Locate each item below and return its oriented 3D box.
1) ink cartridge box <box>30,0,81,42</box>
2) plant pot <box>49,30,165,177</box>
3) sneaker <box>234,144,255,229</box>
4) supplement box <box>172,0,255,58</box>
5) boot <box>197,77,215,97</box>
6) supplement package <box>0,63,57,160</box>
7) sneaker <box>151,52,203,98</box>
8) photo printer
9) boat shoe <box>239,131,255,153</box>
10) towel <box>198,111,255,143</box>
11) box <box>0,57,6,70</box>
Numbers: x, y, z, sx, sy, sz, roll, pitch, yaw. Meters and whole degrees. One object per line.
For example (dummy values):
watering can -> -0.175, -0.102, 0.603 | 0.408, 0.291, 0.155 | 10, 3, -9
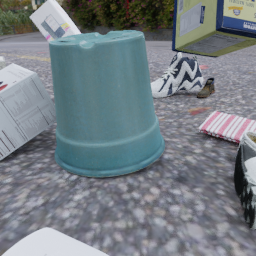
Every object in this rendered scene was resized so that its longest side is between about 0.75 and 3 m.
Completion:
ink cartridge box -> -1.958, -2.832, 8.336 | 0.785, 2.333, 1.366 | -37, 1, 10
plant pot -> -0.586, -0.771, 6.673 | 2.820, 2.762, 2.820 | -5, 24, 2
sneaker -> 2.528, 1.035, 5.166 | 0.932, 0.780, 2.106 | 3, 31, 8
supplement box -> 1.858, -2.518, 5.585 | 1.200, 1.788, 1.786 | 2, 2, -19
boot -> 3.488, -1.818, 12.537 | 0.550, 0.714, 1.473 | 14, 25, 33
supplement package -> -3.183, -0.494, 7.225 | 1.950, 1.434, 1.865 | -39, 37, -22
sneaker -> 1.877, -2.463, 12.337 | 2.878, 1.873, 1.149 | -9, 22, 0
photo printer -> -1.002, 1.816, 3.462 | 1.327, 0.461, 1.104 | 12, 24, 28
boat shoe -> 3.366, 0.603, 5.789 | 0.908, 1.048, 2.457 | -9, 23, -22
towel -> 3.065, 0.042, 8.113 | 1.762, 0.264, 1.290 | 19, 36, 32
box -> -4.437, -1.130, 8.850 | 1.326, 2.074, 1.130 | -9, 23, -23
